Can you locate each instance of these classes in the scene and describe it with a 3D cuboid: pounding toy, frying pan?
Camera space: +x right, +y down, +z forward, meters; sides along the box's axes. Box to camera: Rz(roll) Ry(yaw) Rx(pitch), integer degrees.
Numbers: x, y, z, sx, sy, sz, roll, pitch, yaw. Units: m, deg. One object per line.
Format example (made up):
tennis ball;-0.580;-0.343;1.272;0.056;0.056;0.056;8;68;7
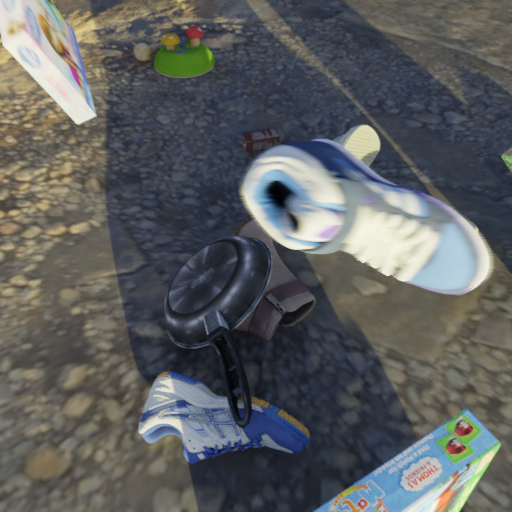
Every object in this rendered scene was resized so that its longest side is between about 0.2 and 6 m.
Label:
pounding toy;-2.196;-5.829;15.460;2.187;1.015;1.688;29;51;26
frying pan;-0.771;0.962;8.198;2.076;0.559;3.432;-21;38;31

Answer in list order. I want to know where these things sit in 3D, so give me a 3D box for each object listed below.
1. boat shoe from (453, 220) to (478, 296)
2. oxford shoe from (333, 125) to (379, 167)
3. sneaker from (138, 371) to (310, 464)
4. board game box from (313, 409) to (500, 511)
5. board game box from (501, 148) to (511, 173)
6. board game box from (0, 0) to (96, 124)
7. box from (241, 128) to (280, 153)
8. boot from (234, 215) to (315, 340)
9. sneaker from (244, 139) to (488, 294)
boat shoe;3.453;-0.059;9.764;0.828;0.691;2.220;4;28;13
oxford shoe;1.430;-1.576;11.264;2.934;1.103;0.847;-47;18;-28
sneaker;-0.453;2.315;7.319;2.258;0.850;0.995;11;56;20
board game box;0.988;2.917;5.598;2.851;2.157;0.522;-23;49;-22
board game box;5.677;0.159;7.907;2.528;0.566;4.826;-24;80;-22
board game box;-3.218;-3.300;8.500;0.389;1.888;1.892;-22;67;5
box;0.099;-2.617;12.661;0.822;0.308;0.412;-10;45;-12
boot;0.214;0.314;9.349;1.821;0.875;2.491;34;54;22
sneaker;1.062;-0.223;5.802;2.634;1.061;1.928;38;33;12
